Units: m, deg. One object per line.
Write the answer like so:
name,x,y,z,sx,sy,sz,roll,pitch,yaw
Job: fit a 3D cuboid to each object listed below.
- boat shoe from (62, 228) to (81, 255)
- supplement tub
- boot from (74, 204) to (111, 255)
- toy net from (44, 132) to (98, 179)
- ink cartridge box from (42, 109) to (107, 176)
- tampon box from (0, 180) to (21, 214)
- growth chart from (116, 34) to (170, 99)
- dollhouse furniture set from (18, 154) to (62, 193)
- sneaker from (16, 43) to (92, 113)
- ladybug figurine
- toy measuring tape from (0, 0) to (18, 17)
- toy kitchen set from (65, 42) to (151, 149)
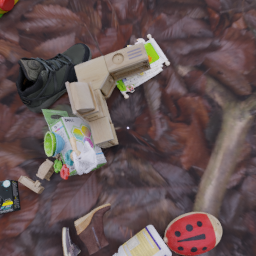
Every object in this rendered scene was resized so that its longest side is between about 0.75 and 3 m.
boat shoe,-1.463,3.273,7.363,0.430,0.477,1.326,-9,76,-11
supplement tub,0.341,3.212,7.113,1.289,0.937,0.937,-34,79,-7
boot,-0.517,1.796,5.043,0.771,0.279,0.641,-27,75,-26
toy net,-1.396,0.733,6.430,0.409,2.115,1.110,3,95,-36
ink cartridge box,-1.476,0.238,7.724,0.597,1.045,2.012,-33,75,26
tampon box,-3.377,1.890,7.649,0.632,0.533,0.844,-12,76,-3
growth chart,0.276,-1.999,8.809,1.998,0.177,1.446,-37,78,-9
dollhouse furniture set,-2.346,1.009,7.764,0.641,0.750,1.448,31,78,5
sneaker,-2.116,-1.706,8.036,0.999,1.496,2.613,42,77,19
ladybug figurine,1.735,2.804,7.339,1.608,0.578,1.091,-13,85,-5
toy measuring tape,-3.858,-4.629,9.060,1.007,1.007,2.736,33,78,8
toy kitchen set,-0.285,-0.959,7.453,2.120,1.917,2.350,-18,76,7
